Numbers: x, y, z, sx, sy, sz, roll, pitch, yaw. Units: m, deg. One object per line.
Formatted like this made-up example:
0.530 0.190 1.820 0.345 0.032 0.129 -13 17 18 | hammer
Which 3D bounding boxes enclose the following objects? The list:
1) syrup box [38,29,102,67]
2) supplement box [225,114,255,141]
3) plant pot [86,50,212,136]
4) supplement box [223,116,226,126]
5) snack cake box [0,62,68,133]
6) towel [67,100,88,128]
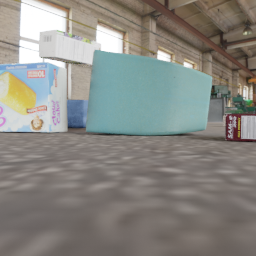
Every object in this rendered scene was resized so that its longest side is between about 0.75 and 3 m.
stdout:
-2.662 -3.711 13.349 1.178 1.219 2.993 9 8 34 | syrup box
2.192 -0.008 4.108 1.359 0.414 0.740 2 3 29 | supplement box
0.554 -0.644 6.225 2.406 1.699 1.700 7 3 13 | plant pot
5.458 -0.343 13.653 0.957 0.559 1.519 0 2 -12 | supplement box
-3.151 -0.740 7.391 2.970 1.708 0.998 0 2 14 | snack cake box
-1.737 -0.534 11.246 2.547 0.618 1.422 0 44 -6 | towel
